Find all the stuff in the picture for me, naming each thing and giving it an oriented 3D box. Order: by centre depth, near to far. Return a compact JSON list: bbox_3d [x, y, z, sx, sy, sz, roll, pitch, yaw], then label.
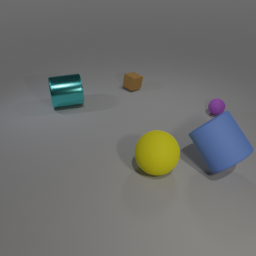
[{"bbox_3d":[2.810,0.414,8.539,1.400,1.400,1.400,-27,82,-36],"label":"cylinder"},{"bbox_3d":[0.905,0.770,8.731,1.400,1.400,1.400,0,32,0],"label":"ball"},{"bbox_3d":[3.819,-0.916,12.049,0.700,0.700,0.700,0,32,0],"label":"ball"},{"bbox_3d":[-2.792,-1.683,12.670,1.400,1.400,1.400,-10,33,-13],"label":"cylinder"},{"bbox_3d":[0.245,-2.392,14.365,0.700,0.700,0.700,-19,41,-42],"label":"cube"}]
